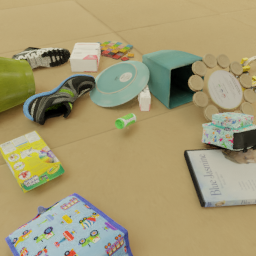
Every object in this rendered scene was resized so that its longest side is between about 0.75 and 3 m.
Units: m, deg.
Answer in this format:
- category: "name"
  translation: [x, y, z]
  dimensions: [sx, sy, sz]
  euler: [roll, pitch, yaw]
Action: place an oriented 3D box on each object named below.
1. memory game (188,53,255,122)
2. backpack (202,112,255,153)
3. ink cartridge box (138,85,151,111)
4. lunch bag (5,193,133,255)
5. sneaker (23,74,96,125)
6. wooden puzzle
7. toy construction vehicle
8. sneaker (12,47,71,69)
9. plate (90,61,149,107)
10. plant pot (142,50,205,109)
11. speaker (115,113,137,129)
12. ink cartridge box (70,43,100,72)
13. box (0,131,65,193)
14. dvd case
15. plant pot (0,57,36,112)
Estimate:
- category: "memory game"
  translation: [3.242, -1.303, 9.512]
  dimensions: [2.739, 0.174, 2.739]
  euler: [6, 73, -19]
- category: "backpack"
  translation: [2.911, 0.100, 8.201]
  dimensions: [1.294, 1.098, 1.458]
  euler: [-9, 7, -36]
- category: "ink cartridge box"
  translation: [0.587, -1.103, 10.164]
  dimensions: [0.365, 0.626, 0.860]
  euler: [-2, 40, -2]
- category: "lunch bag"
  translation: [-1.366, 2.350, 5.877]
  dimensions: [1.812, 1.132, 2.407]
  euler: [-32, 40, -29]
- category: "sneaker"
  translation: [-2.215, -0.960, 9.871]
  dimensions: [1.183, 1.012, 2.854]
  euler: [40, 55, 20]
- category: "wooden puzzle"
  translation: [-0.718, -3.891, 13.816]
  dimensions: [2.487, 0.175, 1.475]
  euler: [21, 45, 23]
- category: "toy construction vehicle"
  translation: [5.175, -2.231, 11.421]
  dimensions: [2.066, 0.727, 1.798]
  euler: [-12, 42, -13]
- category: "sneaker"
  translation: [-3.935, -3.199, 12.452]
  dimensions: [2.657, 0.883, 1.202]
  euler: [-19, 47, -18]
- category: "plate"
  translation: [-0.398, -1.804, 10.555]
  dimensions: [2.455, 0.314, 2.455]
  euler: [-14, 46, 16]
- category: "plant pot"
  translation: [1.539, -2.092, 10.674]
  dimensions: [1.582, 1.583, 2.240]
  euler: [-21, 40, -23]
- category: "speaker"
  translation: [-0.060, -0.221, 8.845]
  dimensions: [0.371, 0.371, 0.840]
  euler: [23, 26, 25]
- category: "ink cartridge box"
  translation: [-1.879, -3.201, 12.616]
  dimensions: [1.176, 0.664, 1.605]
  euler: [1, 40, 1]
- category: "box"
  translation: [-2.684, 0.952, 7.860]
  dimensions: [1.182, 0.487, 2.015]
  euler: [-25, 44, -27]
- category: "dvd case"
  translation: [3.071, 1.226, 7.634]
  dimensions: [2.736, 0.240, 1.952]
  euler: [-3, 37, -3]
- category: "plant pot"
  translation: [-4.513, -1.527, 9.714]
  dimensions: [2.189, 2.274, 2.274]
  euler: [-16, 41, -35]
